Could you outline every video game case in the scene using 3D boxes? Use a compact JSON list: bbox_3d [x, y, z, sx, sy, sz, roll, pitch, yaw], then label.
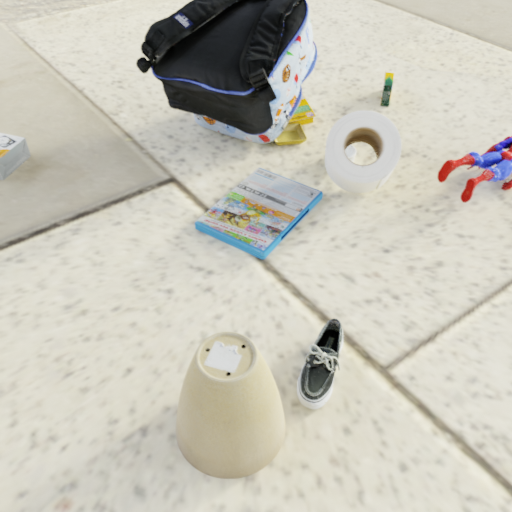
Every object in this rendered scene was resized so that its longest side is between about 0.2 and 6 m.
[{"bbox_3d":[0.093,-0.906,11.057,1.594,0.198,2.228,25,48,23],"label":"video game case"}]

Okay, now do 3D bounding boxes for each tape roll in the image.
[{"bbox_3d":[2.098,-2.046,11.172,1.454,0.998,1.454,-1,84,6],"label":"tape roll"}]

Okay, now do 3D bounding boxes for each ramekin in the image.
[{"bbox_3d":[1.850,-2.188,12.323,0.677,0.330,0.677,0,43,0],"label":"ramekin"}]

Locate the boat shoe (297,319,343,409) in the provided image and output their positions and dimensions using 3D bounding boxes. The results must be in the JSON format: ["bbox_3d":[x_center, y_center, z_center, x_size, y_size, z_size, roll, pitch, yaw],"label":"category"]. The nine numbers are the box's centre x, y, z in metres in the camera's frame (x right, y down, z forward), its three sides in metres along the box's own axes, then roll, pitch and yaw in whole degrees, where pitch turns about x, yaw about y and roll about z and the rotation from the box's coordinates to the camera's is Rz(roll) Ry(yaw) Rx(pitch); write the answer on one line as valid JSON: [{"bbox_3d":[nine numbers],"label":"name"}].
[{"bbox_3d":[0.991,1.537,8.221,0.540,0.500,1.464,18,46,19],"label":"boat shoe"}]

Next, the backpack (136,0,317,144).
[{"bbox_3d":[-0.216,-4.418,12.681,3.519,2.711,3.352,25,73,23],"label":"backpack"}]

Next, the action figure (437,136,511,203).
[{"bbox_3d":[5.119,-1.928,11.750,3.150,0.814,1.030,-23,53,-29],"label":"action figure"}]

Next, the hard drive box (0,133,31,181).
[{"bbox_3d":[-5.835,-2.234,12.245,1.315,0.505,1.025,12,44,13],"label":"hard drive box"}]

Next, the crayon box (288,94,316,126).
[{"bbox_3d":[0.857,-3.539,13.672,0.848,0.348,1.349,-14,47,-7],"label":"crayon box"}]

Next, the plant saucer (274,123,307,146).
[{"bbox_3d":[0.741,-2.811,13.099,0.759,0.184,0.759,-6,44,-8],"label":"plant saucer"}]

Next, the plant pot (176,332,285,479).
[{"bbox_3d":[-0.354,1.770,7.167,1.510,1.613,1.510,0,44,0],"label":"plant pot"}]

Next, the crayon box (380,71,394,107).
[{"bbox_3d":[3.378,-4.318,14.414,0.237,0.579,0.920,9,44,9],"label":"crayon box"}]
